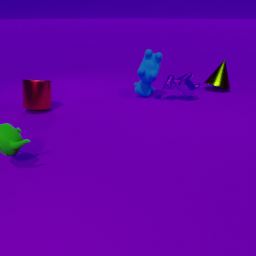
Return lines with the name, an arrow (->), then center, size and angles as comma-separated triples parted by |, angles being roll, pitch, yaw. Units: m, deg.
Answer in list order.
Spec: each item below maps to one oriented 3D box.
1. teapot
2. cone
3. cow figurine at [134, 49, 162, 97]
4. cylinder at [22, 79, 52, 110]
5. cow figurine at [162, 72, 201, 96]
teapot -> -2.350, 0.210, 5.564 | 1.106, 0.688, 0.541 | 19, 52, 38
cone -> 3.670, -2.176, 11.049 | 1.071, 1.075, 1.071 | 13, 13, -3
cow figurine -> 0.726, -1.932, 10.110 | 0.843, 1.535, 1.511 | 18, -5, 4
cylinder -> -2.873, -1.078, 8.864 | 0.888, 0.888, 0.888 | 3, 11, -1
cow figurine -> 1.838, -1.470, 9.809 | 1.094, 1.112, 0.611 | -40, 6, -2
